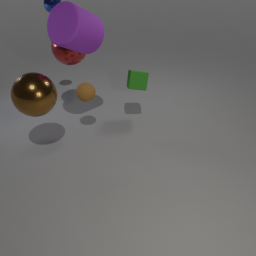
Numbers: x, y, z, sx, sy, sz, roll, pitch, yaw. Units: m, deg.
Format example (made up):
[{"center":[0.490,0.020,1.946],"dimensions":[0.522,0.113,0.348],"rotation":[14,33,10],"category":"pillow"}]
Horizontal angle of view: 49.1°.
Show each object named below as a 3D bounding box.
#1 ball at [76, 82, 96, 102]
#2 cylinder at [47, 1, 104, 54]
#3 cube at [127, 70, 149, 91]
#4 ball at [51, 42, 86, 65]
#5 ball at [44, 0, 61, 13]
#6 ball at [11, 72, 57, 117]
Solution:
[{"center":[-1.530,-1.302,10.150],"dimensions":[0.700,0.700,0.700],"rotation":[0,33,0],"category":"ball"},{"center":[-1.746,-3.330,9.460],"dimensions":[1.400,1.400,1.400],"rotation":[20,11,28],"category":"cylinder"},{"center":[0.365,-1.885,10.997],"dimensions":[0.700,0.700,0.700],"rotation":[5,14,-9],"category":"cube"},{"center":[-2.313,-3.191,11.064],"dimensions":[1.400,1.400,1.400],"rotation":[0,33,0],"category":"ball"},{"center":[-2.964,-4.879,11.039],"dimensions":[0.700,0.700,0.700],"rotation":[0,33,0],"category":"ball"},{"center":[-2.962,-1.053,8.870],"dimensions":[1.400,1.400,1.400],"rotation":[0,33,0],"category":"ball"}]
